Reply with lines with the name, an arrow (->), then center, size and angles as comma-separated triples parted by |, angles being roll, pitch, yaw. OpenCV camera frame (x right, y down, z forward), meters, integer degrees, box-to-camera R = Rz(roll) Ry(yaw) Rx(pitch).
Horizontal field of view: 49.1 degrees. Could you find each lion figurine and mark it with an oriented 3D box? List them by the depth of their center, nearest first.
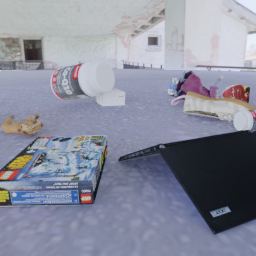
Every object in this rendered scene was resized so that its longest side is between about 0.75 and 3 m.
lion figurine -> -3.020, -0.046, 7.800 | 1.573, 0.570, 0.963 | -10, 18, 21

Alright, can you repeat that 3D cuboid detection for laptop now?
laptop -> 1.385, 0.812, 5.050 | 2.232, 1.300, 2.518 | -7, -10, -26

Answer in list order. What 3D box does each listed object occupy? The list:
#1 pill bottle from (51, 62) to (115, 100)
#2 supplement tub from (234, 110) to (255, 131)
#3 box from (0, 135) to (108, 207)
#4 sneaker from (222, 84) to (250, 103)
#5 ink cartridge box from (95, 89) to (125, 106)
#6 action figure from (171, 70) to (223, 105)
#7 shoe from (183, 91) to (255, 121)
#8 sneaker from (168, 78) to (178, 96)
pill bottle -> -1.867, -1.936, 11.476 | 2.459, 1.401, 1.401 | -3, 10, 36
supplement tub -> 3.572, -0.211, 8.050 | 0.866, 0.607, 0.607 | -3, 15, -12
box -> -1.210, 0.641, 4.987 | 1.516, 0.441, 2.214 | -1, 15, 2
sneaker -> 4.571, -1.386, 12.278 | 1.014, 0.960, 2.467 | 5, 5, 35
ink cartridge box -> -0.824, -1.397, 12.631 | 1.045, 0.606, 1.443 | -5, 15, -18
action figure -> 3.192, -1.536, 12.209 | 2.236, 1.665, 1.498 | 24, -26, -12
shoe -> 3.077, -0.581, 9.517 | 2.839, 0.758, 0.992 | 22, -7, 47
sneaker -> 2.993, -2.062, 14.596 | 0.908, 0.924, 2.398 | -9, 19, -38
